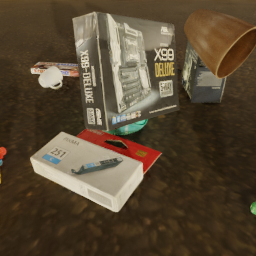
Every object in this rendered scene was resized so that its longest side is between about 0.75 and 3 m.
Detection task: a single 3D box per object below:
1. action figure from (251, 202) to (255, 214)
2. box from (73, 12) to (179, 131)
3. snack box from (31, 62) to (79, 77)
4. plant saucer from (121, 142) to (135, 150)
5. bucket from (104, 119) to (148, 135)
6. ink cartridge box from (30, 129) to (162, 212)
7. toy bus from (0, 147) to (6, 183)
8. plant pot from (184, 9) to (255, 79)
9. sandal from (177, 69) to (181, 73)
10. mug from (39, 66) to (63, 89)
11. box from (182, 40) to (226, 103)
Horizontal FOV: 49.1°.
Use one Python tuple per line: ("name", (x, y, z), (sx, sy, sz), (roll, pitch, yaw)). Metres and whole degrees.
("action figure", (4.345, 1.699, 6.890), (2.750, 0.752, 1.625), (-10, 34, -2))
("box", (0.147, -1.378, 6.825), (0.745, 2.361, 2.995), (4, 13, 39))
("snack box", (-3.647, -3.161, 15.037), (2.845, 0.346, 1.023), (5, 32, 8))
("plant saucer", (0.125, 0.805, 8.858), (0.968, 0.178, 0.966), (-20, 37, -30))
("bucket", (-0.300, -0.884, 10.311), (2.315, 1.506, 2.315), (0, 33, 0))
("ink cartridge box", (-0.855, 0.795, 8.240), (2.949, 0.659, 2.598), (18, 42, 26))
("toy bus", (-4.483, 0.974, 7.598), (2.129, 1.445, 2.044), (8, 20, 18))
("plant pot", (2.924, -3.051, 9.410), (1.923, 1.923, 2.058), (-24, 61, -34))
("sandal", (2.351, -3.057, 15.028), (1.064, 0.255, 0.400), (8, 30, -11))
("mug", (-3.637, -2.296, 13.360), (1.082, 0.799, 0.948), (41, 56, 7))
("box", (3.348, -2.571, 12.337), (1.384, 2.195, 2.233), (-1, 32, -1))
